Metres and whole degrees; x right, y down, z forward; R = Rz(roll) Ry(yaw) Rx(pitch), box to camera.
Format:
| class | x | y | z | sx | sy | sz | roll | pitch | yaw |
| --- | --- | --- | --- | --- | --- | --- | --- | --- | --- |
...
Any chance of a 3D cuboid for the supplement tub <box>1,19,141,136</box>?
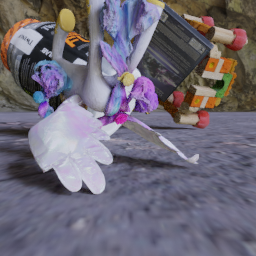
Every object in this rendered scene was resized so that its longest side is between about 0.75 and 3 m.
| class | x | y | z | sx | sy | sz | roll | pitch | yaw |
| --- | --- | --- | --- | --- | --- | --- | --- | --- | --- |
| supplement tub | -1.191 | -1.070 | 5.691 | 2.647 | 1.622 | 1.622 | 33 | 15 | 17 |

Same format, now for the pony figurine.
| class | x | y | z | sx | sy | sz | roll | pitch | yaw |
| --- | --- | --- | --- | --- | --- | --- | --- | --- | --- |
| pony figurine | -0.284 | -0.345 | 2.902 | 1.632 | 1.959 | 1.891 | 3 | 17 | -41 |

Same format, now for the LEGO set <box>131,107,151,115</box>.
| class | x | y | z | sx | sy | sz | roll | pitch | yaw |
| --- | --- | --- | --- | --- | --- | --- | --- | --- | --- |
| LEGO set | -0.635 | -1.056 | 7.536 | 2.524 | 1.941 | 1.463 | -4 | -32 | -43 |

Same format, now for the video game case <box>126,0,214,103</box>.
| class | x | y | z | sx | sy | sz | roll | pitch | yaw |
| --- | --- | --- | --- | --- | --- | --- | --- | --- | --- |
| video game case | 0.880 | -1.876 | 7.383 | 0.228 | 1.719 | 2.406 | -48 | -2 | -33 |

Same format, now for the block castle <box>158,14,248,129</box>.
| class | x | y | z | sx | sy | sz | roll | pitch | yaw |
| --- | --- | --- | --- | --- | --- | --- | --- | --- | --- |
| block castle | 2.025 | -1.609 | 8.098 | 1.371 | 2.923 | 1.953 | 2 | 30 | -28 |
